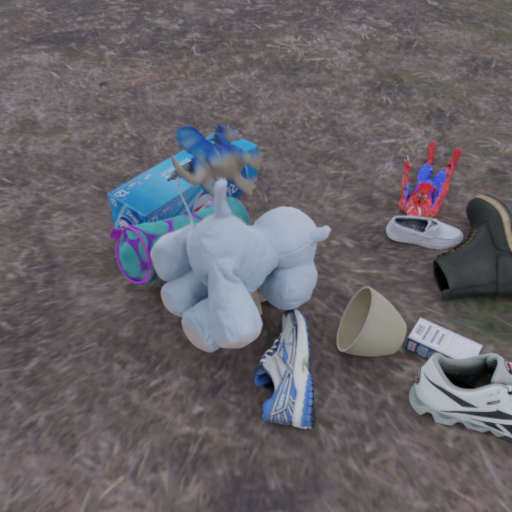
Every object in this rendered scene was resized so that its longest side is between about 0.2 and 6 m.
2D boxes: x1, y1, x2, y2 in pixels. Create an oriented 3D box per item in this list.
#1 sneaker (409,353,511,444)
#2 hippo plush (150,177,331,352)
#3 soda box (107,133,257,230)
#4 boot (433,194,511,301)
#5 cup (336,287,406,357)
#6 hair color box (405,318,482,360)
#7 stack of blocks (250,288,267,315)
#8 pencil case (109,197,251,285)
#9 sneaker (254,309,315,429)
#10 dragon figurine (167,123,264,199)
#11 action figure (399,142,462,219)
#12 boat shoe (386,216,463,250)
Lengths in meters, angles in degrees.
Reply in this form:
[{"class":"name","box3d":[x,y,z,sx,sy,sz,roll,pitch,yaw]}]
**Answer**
[{"class":"sneaker","box3d":[3.610,1.982,7.942,2.612,1.156,0.968,8,41,6]},{"class":"hippo plush","box3d":[-0.208,-0.027,8.791,2.210,2.749,2.190,-17,19,-38]},{"class":"soda box","box3d":[-1.418,-1.414,11.711,1.112,1.052,3.278,30,50,28]},{"class":"boot","box3d":[3.983,-0.228,10.582,1.692,0.947,2.446,-7,42,0]},{"class":"cup","box3d":[1.914,1.159,8.999,0.805,1.125,1.125,24,43,-9]},{"class":"hair color box","box3d":[3.029,1.480,9.077,1.059,0.321,0.530,25,48,25]},{"class":"stack of blocks","box3d":[-0.231,0.548,9.844,1.823,0.534,1.050,-18,45,-12]},{"class":"pencil case","box3d":[-1.286,-0.324,10.130,2.466,1.049,1.140,-21,70,-42]},{"class":"sneaker","box3d":[0.400,1.633,8.596,0.892,0.807,2.094,-3,41,4]},{"class":"dragon figurine","box3d":[-0.794,-1.377,8.103,1.318,0.780,2.652,25,27,23]},{"class":"action figure","box3d":[3.766,-1.838,12.006,0.934,1.417,2.862,18,48,19]},{"class":"boat shoe","box3d":[3.352,-0.528,11.028,1.500,0.514,0.540,13,61,6]}]
